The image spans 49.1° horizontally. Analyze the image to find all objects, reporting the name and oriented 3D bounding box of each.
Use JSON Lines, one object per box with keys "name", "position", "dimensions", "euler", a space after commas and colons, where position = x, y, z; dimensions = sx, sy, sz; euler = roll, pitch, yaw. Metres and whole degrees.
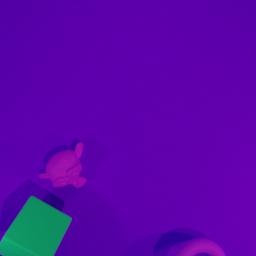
{"name": "ring", "position": [1.810, 3.736, 7.205], "dimensions": [1.771, 0.354, 1.771], "euler": [0, 89, -20]}
{"name": "cube", "position": [-2.259, 2.579, 6.777], "dimensions": [1.147, 1.147, 1.147], "euler": [32, 44, -7]}
{"name": "monkey head", "position": [-1.622, 1.124, 7.529], "dimensions": [1.497, 1.077, 0.902], "euler": [-39, 51, 3]}
